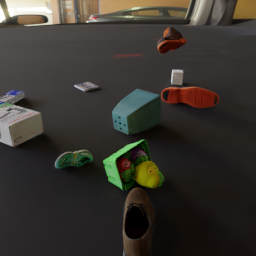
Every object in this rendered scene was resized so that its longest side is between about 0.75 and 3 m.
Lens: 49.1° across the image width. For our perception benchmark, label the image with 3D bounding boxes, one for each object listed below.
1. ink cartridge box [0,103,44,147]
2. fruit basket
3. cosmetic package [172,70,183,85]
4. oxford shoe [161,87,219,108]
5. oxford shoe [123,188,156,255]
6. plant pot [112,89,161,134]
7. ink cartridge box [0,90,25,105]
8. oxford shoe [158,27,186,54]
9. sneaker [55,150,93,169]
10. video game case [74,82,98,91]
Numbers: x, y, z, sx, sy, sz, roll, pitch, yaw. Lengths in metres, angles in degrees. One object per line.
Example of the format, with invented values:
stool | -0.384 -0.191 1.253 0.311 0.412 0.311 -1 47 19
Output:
ink cartridge box | -4.714 -0.197 11.183 2.145 0.902 1.566 15 30 27
fruit basket | 0.301 1.156 8.364 1.678 1.210 1.678 -14 15 4
cosmetic package | 3.035 -3.135 17.261 0.648 0.774 0.644 3 27 6
oxford shoe | 3.183 -1.700 14.172 2.842 1.012 1.031 12 24 23
oxford shoe | 0.278 2.052 6.637 0.816 0.948 2.245 -2 25 1
plant pot | 0.305 -0.594 11.641 1.301 1.302 1.842 22 41 38
ink cartridge box | -6.145 -1.528 14.497 0.749 0.352 1.593 7 27 13
oxford shoe | 1.868 -4.119 13.017 0.950 0.969 2.670 -29 2 30
sneaker | -1.763 1.052 9.199 1.270 0.492 0.506 -15 39 -28
video game case | -2.484 -2.475 16.671 0.994 0.129 1.092 -21 34 -35
